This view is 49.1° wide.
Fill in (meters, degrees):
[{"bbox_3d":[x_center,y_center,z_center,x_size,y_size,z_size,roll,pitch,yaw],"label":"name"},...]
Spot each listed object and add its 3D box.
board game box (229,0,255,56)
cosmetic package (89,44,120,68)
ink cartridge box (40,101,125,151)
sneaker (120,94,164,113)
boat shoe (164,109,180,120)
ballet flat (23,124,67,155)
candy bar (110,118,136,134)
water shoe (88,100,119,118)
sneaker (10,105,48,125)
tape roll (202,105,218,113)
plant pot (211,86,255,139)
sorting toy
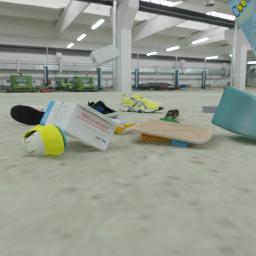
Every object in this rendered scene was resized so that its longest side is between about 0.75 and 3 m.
[{"bbox_3d":[3.417,-2.264,6.165,1.120,2.175,1.140,-24,-4,-16],"label":"board game box"},{"bbox_3d":[-0.678,-2.132,8.268,0.819,0.416,0.303,-28,-4,-29],"label":"cosmetic package"},{"bbox_3d":[-0.827,-0.046,4.844,0.852,0.498,1.469,29,-11,-34],"label":"ink cartridge box"},{"bbox_3d":[0.535,-1.038,11.641,2.005,0.766,0.756,5,8,27],"label":"sneaker"},{"bbox_3d":[1.352,-0.402,8.759,0.404,0.358,1.104,3,9,21],"label":"boat shoe"},{"bbox_3d":[-1.407,0.216,4.499,0.503,0.501,1.501,-20,12,-26],"label":"ballet flat"},{"bbox_3d":[-0.557,-0.139,7.317,0.640,0.284,2.565,-4,9,-25],"label":"candy bar"},{"bbox_3d":[-0.936,-0.664,9.739,1.480,0.584,0.529,7,11,38],"label":"water shoe"},{"bbox_3d":[-2.425,-0.386,8.072,1.660,0.554,0.890,3,7,-4],"label":"sneaker"},{"bbox_3d":[3.529,-0.796,11.645,0.857,0.283,0.857,1,9,0],"label":"tape roll"},{"bbox_3d":[2.438,-0.200,5.502,0.851,0.851,1.204,14,16,-19],"label":"plant pot"},{"bbox_3d":[0.996,0.051,5.965,1.597,0.318,2.161,6,10,19],"label":"sorting toy"}]
